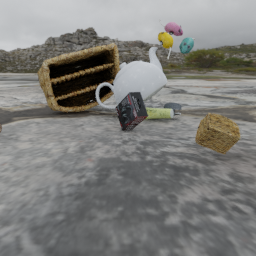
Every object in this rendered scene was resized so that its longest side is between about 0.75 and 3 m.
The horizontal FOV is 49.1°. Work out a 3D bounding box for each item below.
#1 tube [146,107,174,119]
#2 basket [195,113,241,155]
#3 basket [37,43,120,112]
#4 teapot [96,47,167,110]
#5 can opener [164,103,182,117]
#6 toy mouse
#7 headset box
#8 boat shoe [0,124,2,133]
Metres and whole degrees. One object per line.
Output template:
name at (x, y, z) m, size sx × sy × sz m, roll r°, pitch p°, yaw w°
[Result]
tube at (0.934, -0.493, 9.571) m, size 1.221 × 0.354 × 0.317 m, roll 4°, pitch -27°, yaw 29°
basket at (1.872, 0.093, 5.935) m, size 0.785 × 0.585 × 0.560 m, roll 20°, pitch 44°, yaw -9°
basket at (-1.753, -1.745, 10.804) m, size 2.924 × 2.087 × 2.178 m, roll -20°, pitch 8°, yaw -23°
teapot at (0.204, -1.641, 10.142) m, size 2.148 × 1.589 × 2.176 m, roll -39°, pitch 0°, yaw 42°
can opener at (1.086, -0.650, 10.072) m, size 1.662 × 0.556 × 0.443 m, roll 4°, pitch 0°, yaw 15°
toy mouse at (2.049, -3.657, 11.159) m, size 1.885 × 2.121 × 0.410 m, roll -7°, pitch -29°, yaw -26°
headset box at (0.113, -0.495, 8.048) m, size 0.407 × 0.785 × 1.055 m, roll -6°, pitch -20°, yaw -31°
boat shoe at (-3.835, -0.462, 6.923) m, size 0.724 × 2.016 × 0.763 m, roll -16°, pitch 50°, yaw 17°
